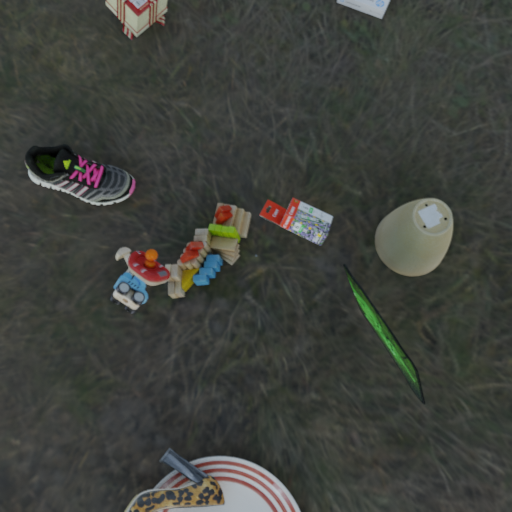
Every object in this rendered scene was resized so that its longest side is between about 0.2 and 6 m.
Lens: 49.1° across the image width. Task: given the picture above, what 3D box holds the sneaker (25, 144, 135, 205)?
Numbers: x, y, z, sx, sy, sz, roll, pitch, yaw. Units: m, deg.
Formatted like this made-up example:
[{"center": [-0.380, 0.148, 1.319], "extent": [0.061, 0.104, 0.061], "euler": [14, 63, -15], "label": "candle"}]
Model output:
[{"center": [-3.689, -1.711, 11.490], "extent": [2.354, 1.030, 0.869], "euler": [15, 75, 4], "label": "sneaker"}]

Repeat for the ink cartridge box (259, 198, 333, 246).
[{"center": [0.812, -0.788, 11.180], "extent": [1.359, 0.342, 0.740], "euler": [26, 35, 0], "label": "ink cartridge box"}]

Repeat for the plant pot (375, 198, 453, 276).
[{"center": [3.183, -0.494, 10.874], "extent": [1.465, 1.564, 1.465], "euler": [0, 74, 1], "label": "plant pot"}]

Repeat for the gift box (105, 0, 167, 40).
[{"center": [-2.650, -5.668, 12.591], "extent": [1.140, 1.154, 1.236], "euler": [-41, 98, -12], "label": "gift box"}]

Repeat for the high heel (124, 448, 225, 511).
[{"center": [-1.508, 4.510, 9.623], "extent": [1.382, 0.692, 1.939], "euler": [35, 69, 3], "label": "high heel"}]

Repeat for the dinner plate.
[{"center": [-0.643, 5.181, 9.878], "extent": [3.132, 0.380, 3.132], "euler": [0, 73, 1], "label": "dinner plate"}]

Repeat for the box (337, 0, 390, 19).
[{"center": [2.715, -6.442, 13.222], "extent": [1.160, 0.306, 1.488], "euler": [24, 76, 7], "label": "box"}]

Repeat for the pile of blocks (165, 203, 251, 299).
[{"center": [-0.952, -0.116, 11.067], "extent": [0.952, 0.721, 2.319], "euler": [32, 79, 21], "label": "pile of blocks"}]

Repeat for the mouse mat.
[{"center": [2.224, 1.370, 9.754], "extent": [0.088, 1.876, 2.332], "euler": [-29, 53, 2], "label": "mouse mat"}]

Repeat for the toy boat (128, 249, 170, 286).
[{"center": [-1.838, 0.123, 9.651], "extent": [0.800, 0.522, 0.523], "euler": [32, 118, 29], "label": "toy boat"}]

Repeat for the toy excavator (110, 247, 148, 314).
[{"center": [-2.508, 0.458, 11.113], "extent": [1.022, 0.525, 1.051], "euler": [35, 47, -8], "label": "toy excavator"}]
